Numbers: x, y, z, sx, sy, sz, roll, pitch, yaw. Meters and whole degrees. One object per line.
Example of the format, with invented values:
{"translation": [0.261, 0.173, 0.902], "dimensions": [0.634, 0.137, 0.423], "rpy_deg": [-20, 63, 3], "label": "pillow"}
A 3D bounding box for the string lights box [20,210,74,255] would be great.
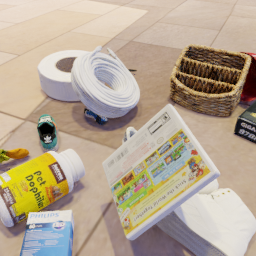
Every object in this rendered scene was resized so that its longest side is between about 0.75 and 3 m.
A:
{"translation": [-1.649, 2.614, 5.667], "dimensions": [0.968, 0.556, 1.884], "rpy_deg": [-3, 37, -3], "label": "string lights box"}

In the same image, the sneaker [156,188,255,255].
{"translation": [1.541, 1.803, 6.484], "dimensions": [2.738, 1.009, 1.582], "rpy_deg": [36, 48, 25], "label": "sneaker"}

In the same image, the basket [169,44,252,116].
{"translation": [2.887, -1.784, 10.331], "dimensions": [2.558, 1.906, 1.826], "rpy_deg": [22, 43, 25], "label": "basket"}

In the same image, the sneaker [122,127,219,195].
{"translation": [1.027, 0.926, 7.428], "dimensions": [2.824, 1.137, 1.079], "rpy_deg": [21, 40, 23], "label": "sneaker"}

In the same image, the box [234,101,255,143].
{"translation": [5.313, 0.013, 8.970], "dimensions": [2.933, 0.675, 2.331], "rpy_deg": [31, 47, 34], "label": "box"}

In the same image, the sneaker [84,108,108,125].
{"translation": [-1.037, -0.497, 9.894], "dimensions": [0.490, 0.424, 1.132], "rpy_deg": [-24, 44, -38], "label": "sneaker"}

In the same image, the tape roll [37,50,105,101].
{"translation": [-2.287, -2.227, 11.558], "dimensions": [2.668, 0.933, 2.668], "rpy_deg": [2, 42, -2], "label": "tape roll"}

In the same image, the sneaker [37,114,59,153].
{"translation": [-2.577, -0.029, 8.990], "dimensions": [0.650, 0.728, 1.822], "rpy_deg": [-12, 39, -16], "label": "sneaker"}

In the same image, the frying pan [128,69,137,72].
{"translation": [-0.405, -2.688, 12.889], "dimensions": [1.496, 0.243, 0.905], "rpy_deg": [-6, 39, -11], "label": "frying pan"}

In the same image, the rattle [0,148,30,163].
{"translation": [-3.316, 1.217, 7.460], "dimensions": [1.140, 1.251, 1.752], "rpy_deg": [-49, 39, 8], "label": "rattle"}

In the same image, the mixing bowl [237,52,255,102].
{"translation": [4.712, -2.042, 10.570], "dimensions": [1.022, 1.887, 1.887], "rpy_deg": [-20, 41, -19], "label": "mixing bowl"}

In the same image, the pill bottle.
{"translation": [-2.170, 1.336, 6.825], "dimensions": [2.155, 1.177, 1.177], "rpy_deg": [-28, 45, -32], "label": "pill bottle"}

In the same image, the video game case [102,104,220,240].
{"translation": [0.460, 0.777, 5.387], "dimensions": [2.034, 0.233, 1.851], "rpy_deg": [-42, 43, 17], "label": "video game case"}

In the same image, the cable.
{"translation": [-0.806, -1.556, 9.868], "dimensions": [2.595, 0.899, 2.596], "rpy_deg": [47, 39, 2], "label": "cable"}
